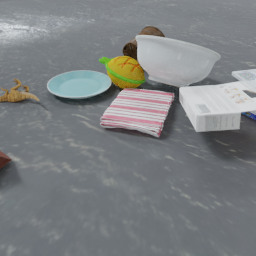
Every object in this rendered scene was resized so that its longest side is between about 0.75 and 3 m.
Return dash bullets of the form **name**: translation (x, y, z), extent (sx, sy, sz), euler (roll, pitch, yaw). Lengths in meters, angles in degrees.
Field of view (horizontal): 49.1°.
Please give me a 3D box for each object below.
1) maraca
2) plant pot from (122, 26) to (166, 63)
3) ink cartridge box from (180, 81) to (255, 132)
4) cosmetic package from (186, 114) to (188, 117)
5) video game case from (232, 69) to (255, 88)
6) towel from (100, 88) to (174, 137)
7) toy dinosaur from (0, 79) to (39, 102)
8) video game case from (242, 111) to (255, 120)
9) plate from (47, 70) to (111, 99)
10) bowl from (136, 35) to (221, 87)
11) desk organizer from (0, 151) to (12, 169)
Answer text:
- **maraca**: translation (-0.205, -2.066, 9.936), extent (1.362, 1.063, 1.986), euler (-2, 36, -41)
- **plant pot**: translation (0.624, -3.246, 11.535), extent (1.459, 1.459, 1.444), euler (25, 48, 32)
- **ink cartridge box**: translation (2.492, -0.631, 7.313), extent (1.929, 0.489, 2.189), euler (-5, 25, 2)
- **cosmetic package**: translation (2.301, -0.476, 8.233), extent (1.045, 0.382, 0.541), euler (18, 38, 23)
- **video game case**: translation (4.855, -1.817, 10.404), extent (1.357, 0.177, 1.491), euler (-8, 35, -11)
- **towel**: translation (0.365, -0.576, 8.469), extent (1.753, 0.358, 2.396), euler (9, 33, 14)
- **toy dinosaur**: translation (-3.525, -1.073, 9.131), extent (1.896, 0.573, 1.007), euler (-2, 54, 11)
- **video game case**: translation (3.844, -0.541, 8.505), extent (0.705, 0.177, 0.777), euler (-20, 39, -27)
- **plate**: translation (-1.683, -1.481, 9.821), extent (2.221, 0.284, 2.221), euler (0, 33, 0)
- **bowl**: translation (1.494, -2.103, 9.415), extent (2.871, 1.291, 2.871), euler (14, 11, -3)
- **desk organizer**: translation (-3.855, 0.366, 6.368), extent (2.222, 0.856, 0.797), euler (33, 80, 11)
